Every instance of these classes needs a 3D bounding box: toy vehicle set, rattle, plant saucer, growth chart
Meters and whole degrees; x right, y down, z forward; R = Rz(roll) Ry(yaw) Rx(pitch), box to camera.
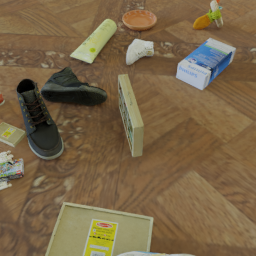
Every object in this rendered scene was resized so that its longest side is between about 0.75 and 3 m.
[{"bbox_3d":[-0.644,2.737,6.821,2.395,0.318,1.488,8,50,7],"label":"toy vehicle set"},{"bbox_3d":[-3.898,0.201,9.140,0.987,0.131,0.613,21,52,17],"label":"toy vehicle set"},{"bbox_3d":[3.981,-5.610,13.821,1.248,1.370,1.918,30,44,-32],"label":"rattle"},{"bbox_3d":[0.568,-5.264,13.751,1.673,0.313,1.673,1,49,-1],"label":"plant saucer"},{"bbox_3d":[-3.827,1.286,8.213,0.992,0.122,1.371,-14,50,-12],"label":"growth chart"},{"bbox_3d":[0.061,-0.422,8.818,0.305,1.432,2.304,-9,50,-8],"label":"toy vehicle set"}]

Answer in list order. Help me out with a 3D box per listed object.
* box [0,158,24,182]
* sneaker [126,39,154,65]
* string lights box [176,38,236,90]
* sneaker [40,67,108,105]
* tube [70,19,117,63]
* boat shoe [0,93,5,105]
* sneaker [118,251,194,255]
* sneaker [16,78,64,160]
[{"bbox_3d":[-3.555,1.244,8.083,1.021,0.177,0.562,-11,50,-10],"label":"box"},{"bbox_3d":[0.572,-3.194,11.752,0.987,0.629,1.708,12,49,14],"label":"sneaker"},{"bbox_3d":[3.131,-2.615,11.188,1.234,0.708,2.401,33,57,25],"label":"string lights box"},{"bbox_3d":[-1.834,-1.561,10.145,2.386,0.912,1.367,6,56,12],"label":"sneaker"},{"bbox_3d":[-1.374,-3.799,12.296,0.778,0.696,2.681,-9,41,47],"label":"tube"},{"bbox_3d":[-5.282,-0.956,9.891,1.660,0.519,0.591,-13,52,-9],"label":"boat shoe"},{"bbox_3d":[0.672,2.990,5.808,2.473,0.999,0.946,6,53,-15],"label":"sneaker"},{"bbox_3d":[-2.866,-0.296,8.717,0.997,1.416,2.666,-24,53,-19],"label":"sneaker"}]
